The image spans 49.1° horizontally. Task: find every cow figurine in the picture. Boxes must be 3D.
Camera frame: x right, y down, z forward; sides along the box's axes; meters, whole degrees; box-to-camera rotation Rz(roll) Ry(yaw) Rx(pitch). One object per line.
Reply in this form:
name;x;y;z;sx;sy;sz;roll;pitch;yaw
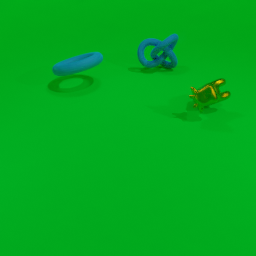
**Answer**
cow figurine;2.270;-0.940;8.231;1.429;0.797;1.453;-22;2;-15

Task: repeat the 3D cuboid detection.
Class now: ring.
ring;-1.781;-2.277;9.929;1.851;0.370;1.851;-14;23;6

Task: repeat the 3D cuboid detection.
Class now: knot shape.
knot shape;1.365;-2.952;11.275;1.744;1.632;0.806;-21;55;21
